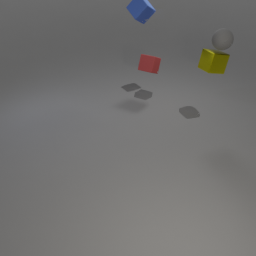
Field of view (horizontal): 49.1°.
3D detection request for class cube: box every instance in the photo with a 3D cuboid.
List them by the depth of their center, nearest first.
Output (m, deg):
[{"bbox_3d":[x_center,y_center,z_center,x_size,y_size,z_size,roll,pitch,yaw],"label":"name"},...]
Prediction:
[{"bbox_3d":[3.031,-2.367,9.946,0.700,0.700,0.700,-2,29,-24],"label":"cube"},{"bbox_3d":[0.510,-4.640,10.944,0.700,0.700,0.700,-5,58,-57],"label":"cube"},{"bbox_3d":[0.955,-2.838,12.433,0.700,0.700,0.700,19,15,27],"label":"cube"}]

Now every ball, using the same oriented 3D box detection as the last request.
[{"bbox_3d":[3.155,-2.954,9.345,0.700,0.700,0.700,0,32,0],"label":"ball"}]
